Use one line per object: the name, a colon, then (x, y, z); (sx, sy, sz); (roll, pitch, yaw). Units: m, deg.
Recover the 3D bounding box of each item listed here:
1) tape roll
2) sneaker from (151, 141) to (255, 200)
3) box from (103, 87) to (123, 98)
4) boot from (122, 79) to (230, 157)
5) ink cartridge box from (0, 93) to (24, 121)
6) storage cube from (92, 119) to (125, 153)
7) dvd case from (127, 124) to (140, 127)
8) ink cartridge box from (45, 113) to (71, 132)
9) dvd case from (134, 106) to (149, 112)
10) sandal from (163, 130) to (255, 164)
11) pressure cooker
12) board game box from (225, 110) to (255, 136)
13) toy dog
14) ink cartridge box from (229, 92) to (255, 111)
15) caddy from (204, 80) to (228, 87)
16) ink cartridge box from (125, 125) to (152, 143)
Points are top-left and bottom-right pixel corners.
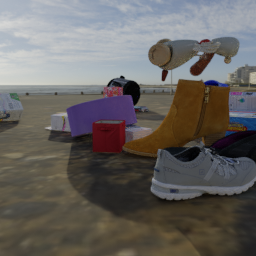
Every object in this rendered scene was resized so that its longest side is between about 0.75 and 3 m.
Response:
tape roll: (-0.796, -0.353, 8.593); (2.050, 0.871, 2.050); (-12, 0, 0)
sneaker: (1.253, 0.587, 4.279); (1.878, 0.770, 0.702); (-4, 9, -25)
box: (-0.743, -1.241, 13.813); (0.731, 1.545, 0.793); (-5, 10, -28)
boot: (1.095, -0.247, 6.503); (2.459, 1.760, 0.865); (0, 8, 0)
ink cartridge box: (-5.878, -0.970, 12.939); (1.657, 0.725, 1.204); (-7, 51, -39)
storage cube: (-0.458, 0.191, 7.055); (0.701, 0.737, 0.820); (1, 8, 11)
dvd case: (-0.307, -0.008, 10.449); (1.474, 0.118, 1.096); (-4, 9, -21)
ink cartridge box: (-2.156, -0.231, 10.390); (1.704, 0.575, 0.993); (4, 9, 25)
dvd case: (0.053, -1.236, 18.154); (2.397, 0.264, 1.750); (-1, 9, -3)
sandal: (2.159, 0.418, 5.644); (2.907, 0.696, 1.093); (0, 9, 0)
pressure cooker: (-0.514, -2.638, 20.830); (2.355, 2.104, 2.071); (20, 45, 40)
board game box: (3.334, -0.207, 9.790); (2.503, 0.700, 2.451); (5, 9, 29)
toy dog: (1.722, -1.892, 7.936); (2.481, 1.195, 1.636); (16, 33, 40)
ink cartridge box: (4.927, -0.659, 10.511); (2.252, 1.344, 0.473); (6, 30, 30)
caddy: (3.346, -1.076, 11.826); (1.133, 1.525, 2.158); (0, -24, -36)
ink cartridge box: (0.101, 0.206, 7.979); (0.738, 0.433, 1.008); (-7, 9, -38)
